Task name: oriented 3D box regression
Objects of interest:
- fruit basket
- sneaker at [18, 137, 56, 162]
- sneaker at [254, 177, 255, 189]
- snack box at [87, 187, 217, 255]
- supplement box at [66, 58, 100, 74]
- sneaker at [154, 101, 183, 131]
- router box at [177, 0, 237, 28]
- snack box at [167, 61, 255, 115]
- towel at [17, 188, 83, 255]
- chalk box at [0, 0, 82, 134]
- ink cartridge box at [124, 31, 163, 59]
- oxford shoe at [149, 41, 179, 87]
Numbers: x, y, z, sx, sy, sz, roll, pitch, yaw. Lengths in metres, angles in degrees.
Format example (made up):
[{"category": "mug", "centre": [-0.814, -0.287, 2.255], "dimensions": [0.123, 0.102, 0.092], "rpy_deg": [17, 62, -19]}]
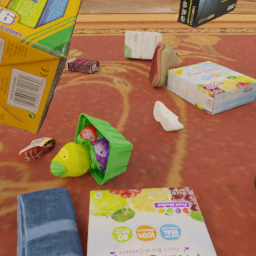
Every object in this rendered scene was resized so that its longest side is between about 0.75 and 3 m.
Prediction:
[{"category": "fruit basket", "centre": [-0.904, 0.487, 6.076], "dimensions": [1.635, 1.179, 1.635], "rpy_deg": [14, 22, -6]}, {"category": "sneaker", "centre": [-2.196, 0.496, 6.681], "dimensions": [0.395, 0.374, 0.961], "rpy_deg": [15, 26, 30]}, {"category": "sneaker", "centre": [2.692, 1.653, 4.304], "dimensions": [1.470, 0.955, 2.546], "rpy_deg": [-18, 38, -23]}, {"category": "snack box", "centre": [0.310, 1.875, 4.127], "dimensions": [1.804, 0.724, 2.139], "rpy_deg": [-2, 34, -5]}, {"category": "supplement box", "centre": [-1.819, -2.518, 11.345], "dimensions": [1.194, 0.364, 0.650], "rpy_deg": [12, 34, 20]}, {"category": "sneaker", "centre": [1.137, -0.318, 7.921], "dimensions": [0.553, 0.471, 1.251], "rpy_deg": [1, 37, -21]}, {"category": "router box", "centre": [2.293, -3.788, 7.557], "dimensions": [2.063, 1.546, 0.641], "rpy_deg": [-32, 53, -30]}, {"category": "snack box", "centre": [2.710, -1.420, 9.256], "dimensions": [1.904, 0.764, 2.258], "rpy_deg": [-18, 35, -25]}, {"category": "towel", "centre": [-1.329, 1.709, 4.664], "dimensions": [0.975, 0.424, 1.746], "rpy_deg": [-9, 33, -15]}, {"category": "chalk box", "centre": [-1.400, -1.277, 3.508], "dimensions": [1.335, 1.345, 2.154], "rpy_deg": [18, 46, -19]}, {"category": "ink cartridge box", "centre": [0.681, -3.617, 12.277], "dimensions": [1.542, 1.121, 0.675], "rpy_deg": [8, 17, 14]}, {"category": "oxford shoe", "centre": [1.471, -2.411, 10.603], "dimensions": [1.120, 1.055, 2.994], "rpy_deg": [18, 41, -3]}]
